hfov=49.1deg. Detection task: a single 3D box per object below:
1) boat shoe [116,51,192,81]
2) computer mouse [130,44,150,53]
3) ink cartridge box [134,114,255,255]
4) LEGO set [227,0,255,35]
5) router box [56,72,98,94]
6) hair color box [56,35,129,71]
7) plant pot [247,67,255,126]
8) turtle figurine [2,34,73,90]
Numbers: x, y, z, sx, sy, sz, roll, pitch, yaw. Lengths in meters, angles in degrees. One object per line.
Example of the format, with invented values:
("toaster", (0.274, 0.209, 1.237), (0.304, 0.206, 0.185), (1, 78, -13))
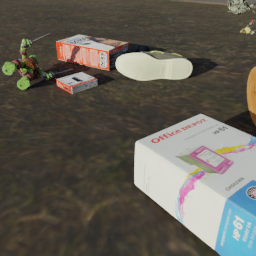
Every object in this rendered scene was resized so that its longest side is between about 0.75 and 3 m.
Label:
("boat shoe", (0.905, -2.298, 10.185), (2.755, 0.985, 0.824), (2, 31, -8))
("computer mouse", (0.558, -3.490, 12.663), (1.048, 0.399, 1.513), (10, 32, 17))
("ink cartridge box", (1.544, 0.836, 4.746), (1.809, 1.060, 2.504), (-21, 33, -32))
("LEGO set", (3.434, -3.572, 8.588), (0.477, 1.683, 1.093), (-34, 15, -6))
("router box", (-1.741, -1.554, 9.583), (1.060, 0.259, 0.952), (-26, 40, -36))
("hair color box", (-1.492, -3.243, 11.813), (2.713, 0.867, 1.504), (18, 35, 26))
("plant pot", (3.842, -0.756, 6.516), (1.599, 2.284, 2.284), (-9, 31, 6))
("turtle figurine", (-3.251, -2.305, 9.730), (1.996, 1.436, 1.935), (2, 35, 10))
